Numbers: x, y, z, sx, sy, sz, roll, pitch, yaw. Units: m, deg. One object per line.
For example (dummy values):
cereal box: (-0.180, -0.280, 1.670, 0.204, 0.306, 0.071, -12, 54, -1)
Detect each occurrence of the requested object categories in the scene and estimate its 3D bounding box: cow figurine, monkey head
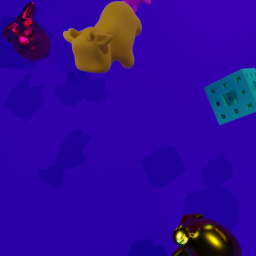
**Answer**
cow figurine: (-0.324, -1.463, 4.391, 0.789, 1.414, 1.437, 11, 79, 20)
monkey head: (1.355, 2.262, 5.112, 1.782, 1.074, 1.282, 35, 97, -10)
monkey head: (-2.206, -2.187, 6.511, 1.021, 1.694, 1.219, 31, 89, -6)
cow figurine: (-0.085, -3.066, 5.333, 0.819, 1.492, 1.468, -25, 91, 13)

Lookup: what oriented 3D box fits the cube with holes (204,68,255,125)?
cube with holes: (2.096, -0.607, 5.365, 0.774, 0.774, 0.774, -16, 82, -49)
